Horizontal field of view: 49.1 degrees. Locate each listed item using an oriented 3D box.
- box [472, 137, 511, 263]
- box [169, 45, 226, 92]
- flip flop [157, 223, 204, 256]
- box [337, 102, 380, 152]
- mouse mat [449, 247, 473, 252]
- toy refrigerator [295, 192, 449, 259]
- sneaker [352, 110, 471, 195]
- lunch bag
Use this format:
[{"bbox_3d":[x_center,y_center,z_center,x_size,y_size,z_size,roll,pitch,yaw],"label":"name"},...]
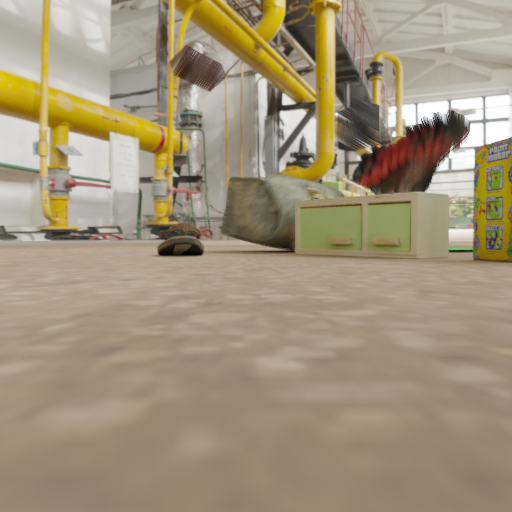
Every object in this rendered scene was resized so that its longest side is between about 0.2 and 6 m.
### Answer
[{"bbox_3d":[3.509,-0.647,6.723,1.484,1.429,0.905,-1,2,-8],"label":"box"},{"bbox_3d":[-0.815,-2.620,7.870,0.368,0.276,0.735,-33,-23,30],"label":"box"},{"bbox_3d":[-1.157,-0.268,9.023,0.733,0.520,1.807,0,2,0],"label":"flip flop"},{"bbox_3d":[1.587,-1.998,8.716,0.365,0.622,0.611,0,-2,-31],"label":"box"},{"bbox_3d":[3.547,-0.137,11.790,2.220,0.104,2.758,-1,3,-23],"label":"mouse mat"},{"bbox_3d":[1.636,-0.442,8.506,0.840,0.912,2.402,-2,3,-39],"label":"toy refrigerator"},{"bbox_3d":[2.984,-1.718,10.284,1.232,0.891,2.522,40,-35,-17],"label":"sneaker"},{"bbox_3d":[0.723,-0.791,10.978,1.975,1.416,2.409,8,4,-31],"label":"lunch bag"}]
